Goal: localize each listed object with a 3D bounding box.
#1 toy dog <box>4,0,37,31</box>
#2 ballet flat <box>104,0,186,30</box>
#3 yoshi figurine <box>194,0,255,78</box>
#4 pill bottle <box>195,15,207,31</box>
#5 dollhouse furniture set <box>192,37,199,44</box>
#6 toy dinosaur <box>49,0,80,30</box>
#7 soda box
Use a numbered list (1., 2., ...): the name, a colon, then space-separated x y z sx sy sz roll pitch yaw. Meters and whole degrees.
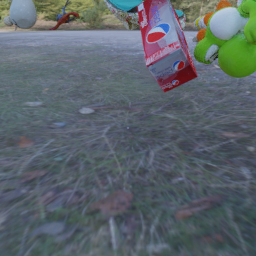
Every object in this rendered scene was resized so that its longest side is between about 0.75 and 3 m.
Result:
1. toy dog: -2.325 -2.537 5.183 0.985 1.349 2.046 -25 39 5
2. ballet flat: 0.382 -3.317 8.486 2.953 0.944 1.117 33 53 29
3. yoshi figurine: 2.424 -1.941 4.964 1.498 2.665 1.492 24 38 -26
4. pill bottle: 2.372 -3.201 8.515 0.439 0.439 0.778 -4 15 -9
5. dollhouse furniture set: 3.167 -3.018 8.199 2.212 1.391 2.501 -9 13 25
6. toy dinosaur: -1.598 -2.842 7.349 0.492 0.936 0.850 30 7 -29
7. soda box: 0.718 -1.776 5.537 0.695 0.767 2.192 -24 46 23
